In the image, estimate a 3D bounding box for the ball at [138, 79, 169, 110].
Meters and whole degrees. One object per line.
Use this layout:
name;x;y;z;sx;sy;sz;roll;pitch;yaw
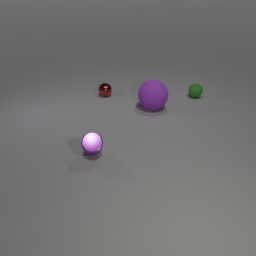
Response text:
ball;1.157;-1.531;12.883;1.400;1.400;1.400;0;29;0

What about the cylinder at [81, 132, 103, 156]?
cylinder;-1.226;0.566;9.581;0.700;0.700;0.700;2;74;-7

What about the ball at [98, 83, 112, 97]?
ball;-1.170;-1.963;14.402;0.700;0.700;0.700;0;29;0

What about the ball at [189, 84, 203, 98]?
ball;3.435;-1.901;14.231;0.700;0.700;0.700;0;29;0
